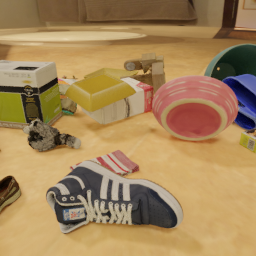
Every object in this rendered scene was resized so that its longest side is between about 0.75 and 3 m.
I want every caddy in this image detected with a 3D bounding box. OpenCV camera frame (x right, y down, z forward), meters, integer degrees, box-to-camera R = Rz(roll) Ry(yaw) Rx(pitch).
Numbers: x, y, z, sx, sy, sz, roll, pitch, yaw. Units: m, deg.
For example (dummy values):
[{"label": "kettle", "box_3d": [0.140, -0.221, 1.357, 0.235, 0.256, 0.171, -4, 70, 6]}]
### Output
[{"label": "caddy", "box_3d": [4.428, -1.001, 10.691, 1.231, 1.657, 2.345, -17, 48, -21]}]

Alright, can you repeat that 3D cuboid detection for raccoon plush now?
[{"label": "raccoon plush", "box_3d": [-2.643, 0.321, 9.662, 1.957, 0.947, 1.311, 25, 6, -15]}]

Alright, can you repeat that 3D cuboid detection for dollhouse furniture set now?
[{"label": "dollhouse furniture set", "box_3d": [0.558, -1.932, 12.505, 2.204, 2.572, 2.705, -5, 42, 10]}]

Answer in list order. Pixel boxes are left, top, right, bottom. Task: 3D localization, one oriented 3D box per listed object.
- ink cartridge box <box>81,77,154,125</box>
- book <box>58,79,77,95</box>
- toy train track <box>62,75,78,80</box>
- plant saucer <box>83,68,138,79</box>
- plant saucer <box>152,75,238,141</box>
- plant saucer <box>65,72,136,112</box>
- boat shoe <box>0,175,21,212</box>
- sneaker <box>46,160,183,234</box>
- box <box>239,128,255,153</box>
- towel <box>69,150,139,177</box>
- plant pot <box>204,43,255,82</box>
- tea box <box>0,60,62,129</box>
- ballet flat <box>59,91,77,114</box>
[{"label": "ink cartridge box", "box_3d": [-0.478, -1.250, 12.111, 2.656, 1.126, 1.935, -20, 33, -30]}, {"label": "book", "box_3d": [-3.683, -2.186, 14.182, 2.745, 0.660, 1.834, -2, 23, -32]}, {"label": "toy train track", "box_3d": [-3.167, -2.874, 16.492, 2.052, 0.334, 1.177, 20, 32, 34]}, {"label": "plant saucer", "box_3d": [-0.936, -2.864, 16.176, 2.417, 0.585, 2.416, 12, 27, 23]}, {"label": "plant saucer", "box_3d": [2.116, -0.461, 9.065, 2.732, 2.732, 0.692, 5, 51, 10]}, {"label": "plant saucer", "box_3d": [-1.093, -1.503, 10.543, 2.077, 0.503, 2.076, -26, 37, -27]}, {"label": "boat shoe", "box_3d": [-3.230, 1.719, 6.458, 0.660, 0.662, 1.788, 7, 26, 14]}, {"label": "sneaker", "box_3d": [-0.448, 1.718, 6.032, 2.992, 1.048, 1.623, 16, 30, 33]}, {"label": "box", "box_3d": [4.870, 0.286, 9.656, 2.016, 0.505, 0.759, -12, 29, -25]}, {"label": "towel", "box_3d": [-0.689, 1.149, 8.213, 1.723, 0.196, 1.241, -16, 29, -30]}, {"label": "plant pot", "box_3d": [4.491, -2.082, 12.101, 2.970, 2.970, 2.001, -4, 16, -8]}, {"label": "tea box", "box_3d": [-4.047, -1.285, 10.806, 2.371, 2.332, 1.584, 6, 26, 12]}, {"label": "ballet flat", "box_3d": [-3.382, -1.198, 12.170, 2.606, 0.981, 0.884, 7, -7, 14]}]
